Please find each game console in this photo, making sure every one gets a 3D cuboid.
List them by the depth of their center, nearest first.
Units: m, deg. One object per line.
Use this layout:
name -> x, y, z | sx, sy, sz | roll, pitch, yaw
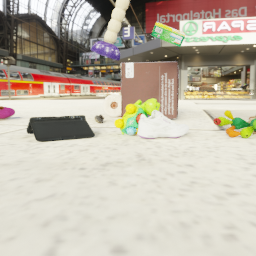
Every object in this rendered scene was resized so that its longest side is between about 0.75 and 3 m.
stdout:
game console -> -1.806, 0.147, 7.375 | 1.472, 0.857, 1.294 | -3, -22, -28

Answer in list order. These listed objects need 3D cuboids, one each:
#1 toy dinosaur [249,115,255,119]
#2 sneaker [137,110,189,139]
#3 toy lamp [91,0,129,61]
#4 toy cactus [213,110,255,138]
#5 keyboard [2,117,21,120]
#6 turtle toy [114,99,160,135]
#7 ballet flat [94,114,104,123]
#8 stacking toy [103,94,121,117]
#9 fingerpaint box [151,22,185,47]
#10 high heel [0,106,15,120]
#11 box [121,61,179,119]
toy dinosaur -> 5.525, -0.511, 11.934 | 0.805, 0.422, 0.730 | -11, -17, 19
sneaker -> 0.929, -0.093, 7.031 | 1.416, 0.705, 0.530 | -2, 7, -22
toy lamp -> -0.060, -2.780, 5.833 | 0.767, 2.635, 0.767 | 18, 16, -5
toy cactus -> 3.348, -0.164, 7.415 | 1.974, 1.010, 1.629 | -6, -5, 22
keyboard -> -5.253, -0.404, 12.182 | 1.270, 0.068, 0.358 | -7, 15, -44
turtle toy -> 0.275, -0.287, 7.403 | 0.662, 1.309, 0.954 | 43, 15, 12
ballet flat -> -1.128, -0.322, 10.732 | 0.257, 0.373, 1.108 | -40, 6, 8
stacking toy -> -0.520, -0.955, 13.681 | 1.121, 1.121, 1.535 | 1, -9, 11
fingerpaint box -> 1.344, -3.135, 9.357 | 1.048, 0.384, 0.874 | 21, 28, -2
high heel -> -5.579, -0.966, 11.189 | 0.931, 1.328, 2.763 | 3, 10, 17
box -> 1.108, -1.674, 12.781 | 2.365, 2.389, 2.880 | 1, 7, 11
